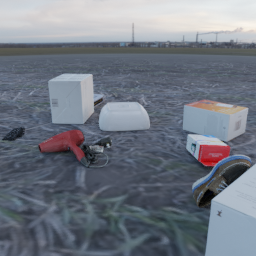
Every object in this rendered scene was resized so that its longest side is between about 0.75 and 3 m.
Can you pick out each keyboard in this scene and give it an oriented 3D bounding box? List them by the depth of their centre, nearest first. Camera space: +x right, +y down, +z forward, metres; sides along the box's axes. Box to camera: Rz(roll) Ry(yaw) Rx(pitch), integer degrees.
[{"bbox_3d":[-4.197,0.139,10.484,0.639,0.243,1.228,-1,20,-2],"label":"keyboard"}]

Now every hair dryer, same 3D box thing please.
[{"bbox_3d":[-1.654,0.555,8.694,2.281,0.620,1.737,1,20,6],"label":"hair dryer"}]

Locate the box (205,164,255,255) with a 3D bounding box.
[{"bbox_3d":[2.689,1.550,4.814,1.583,1.240,2.544,18,26,41],"label":"box"}]

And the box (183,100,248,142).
[{"bbox_3d":[3.292,-0.347,10.683,1.452,1.014,1.907,-18,26,-41],"label":"box"}]

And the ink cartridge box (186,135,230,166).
[{"bbox_3d":[2.417,0.646,8.364,0.880,0.509,1.515,2,14,-9],"label":"ink cartridge box"}]

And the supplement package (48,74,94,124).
[{"bbox_3d":[-2.410,-1.330,12.259,1.411,1.834,1.918,2,19,6],"label":"supplement package"}]

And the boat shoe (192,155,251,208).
[{"bbox_3d":[1.971,1.175,5.841,0.578,1.600,0.579,22,43,-13],"label":"boat shoe"}]

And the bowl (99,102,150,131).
[{"bbox_3d":[-0.173,-0.563,11.717,2.098,0.784,2.101,-1,18,-6],"label":"bowl"}]

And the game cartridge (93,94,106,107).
[{"bbox_3d":[-2.222,-1.408,14.755,1.434,0.435,2.150,9,21,16],"label":"game cartridge"}]
